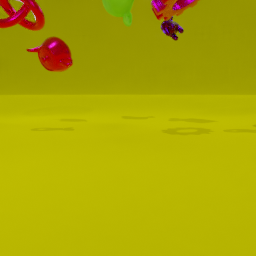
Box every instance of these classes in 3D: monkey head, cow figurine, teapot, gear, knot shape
[{"bbox_3d":[-0.128,-3.897,8.472,1.269,1.764,1.063,-9,-33,-43],"label":"monkey head"},{"bbox_3d":[1.225,-2.981,8.245,0.910,0.500,0.896,3,44,-47],"label":"cow figurine"},{"bbox_3d":[-2.314,-2.189,8.474,1.721,1.070,0.843,27,44,24],"label":"teapot"},{"bbox_3d":[1.106,-2.594,5.351,1.384,0.256,1.384,-29,-2,-1],"label":"gear"},{"bbox_3d":[-2.226,-2.479,5.775,1.143,1.221,0.564,36,20,-15],"label":"knot shape"}]
